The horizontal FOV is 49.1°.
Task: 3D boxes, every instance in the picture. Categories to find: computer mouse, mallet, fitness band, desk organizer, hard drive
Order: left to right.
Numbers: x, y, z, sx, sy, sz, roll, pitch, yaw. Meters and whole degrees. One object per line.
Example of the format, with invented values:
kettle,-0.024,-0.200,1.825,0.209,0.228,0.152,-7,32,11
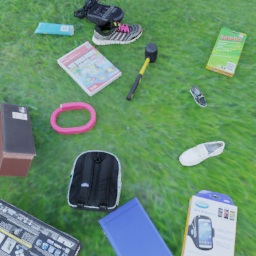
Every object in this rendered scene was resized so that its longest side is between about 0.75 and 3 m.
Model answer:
desk organizer,-3.875,0.349,9.508,0.960,1.031,2.677,9,33,-31
fitness band,-2.037,-0.369,10.441,1.675,0.313,1.203,-6,63,-2
computer mouse,-1.152,-5.173,12.798,2.371,0.625,1.642,27,66,25
hard drive,0.233,3.399,8.523,1.402,0.270,2.125,-29,66,-14
mallet,0.541,-2.268,11.115,0.531,0.850,2.581,22,65,11

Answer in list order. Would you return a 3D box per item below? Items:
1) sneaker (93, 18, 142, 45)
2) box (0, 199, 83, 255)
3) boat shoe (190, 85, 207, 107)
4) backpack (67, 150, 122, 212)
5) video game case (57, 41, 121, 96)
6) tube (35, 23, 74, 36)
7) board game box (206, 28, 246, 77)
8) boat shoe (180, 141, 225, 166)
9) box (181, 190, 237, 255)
sneaker,-0.460,-4.204,12.029,2.219,0.971,0.818,-9,63,-5
box,-3.106,3.724,7.993,2.891,0.710,2.331,21,64,14
boat shoe,2.746,-1.253,10.901,0.361,0.288,0.955,-29,66,-14
backpack,-0.986,1.665,8.785,1.616,1.370,1.820,4,69,0
video game case,-1.613,-2.500,11.593,1.633,0.199,2.283,-38,69,-17
tube,-3.274,-4.411,12.484,1.695,0.427,0.656,8,55,8
board game box,4.217,-3.286,11.930,1.125,0.353,2.356,22,67,10
boat shoe,2.566,0.798,9.690,1.644,0.570,0.582,-20,65,-10
box,2.496,3.158,8.549,1.421,0.495,2.387,13,61,7
